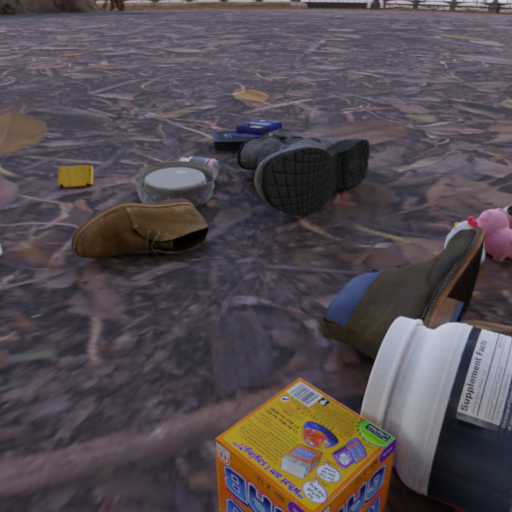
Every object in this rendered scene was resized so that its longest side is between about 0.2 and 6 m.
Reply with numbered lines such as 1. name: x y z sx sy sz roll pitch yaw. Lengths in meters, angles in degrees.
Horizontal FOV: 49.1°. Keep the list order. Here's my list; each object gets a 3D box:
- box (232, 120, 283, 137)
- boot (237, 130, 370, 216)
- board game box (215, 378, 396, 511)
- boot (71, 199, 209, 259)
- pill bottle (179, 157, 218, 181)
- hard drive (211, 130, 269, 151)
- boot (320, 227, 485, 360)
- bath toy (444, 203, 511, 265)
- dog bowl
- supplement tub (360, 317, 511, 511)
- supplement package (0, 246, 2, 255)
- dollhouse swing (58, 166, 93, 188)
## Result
1. box: 0.041 -2.763 12.092 0.669 0.179 1.105 11 27 29
2. boot: 0.473 -1.709 10.786 2.273 1.205 3.453 16 22 33
3. board game box: 0.367 1.768 4.377 0.967 0.968 0.968 -25 38 -38
4. boot: -1.699 -0.334 8.541 2.134 0.785 0.805 -18 44 -32
5. pill bottle: -1.189 -1.787 11.411 0.750 0.449 0.449 11 31 19
6. hard drive: -0.367 -2.770 13.368 1.356 0.287 0.914 -4 29 -7
7. boot: 1.925 0.301 6.926 1.409 1.086 2.907 15 35 24
8. bath toy: 3.776 -0.409 8.585 2.067 0.764 0.899 -13 31 -21
9. dog bowl: -1.518 -1.322 10.556 1.556 0.456 1.556 1 29 0
10. supplement tub: 2.025 1.396 4.535 2.091 1.467 1.467 15 32 25
11. supplement package: -4.493 -0.363 7.889 1.279 1.337 0.983 -4 29 -6
12. dollhouse swing: -3.609 -1.543 11.316 0.637 0.560 0.579 -3 70 -7
